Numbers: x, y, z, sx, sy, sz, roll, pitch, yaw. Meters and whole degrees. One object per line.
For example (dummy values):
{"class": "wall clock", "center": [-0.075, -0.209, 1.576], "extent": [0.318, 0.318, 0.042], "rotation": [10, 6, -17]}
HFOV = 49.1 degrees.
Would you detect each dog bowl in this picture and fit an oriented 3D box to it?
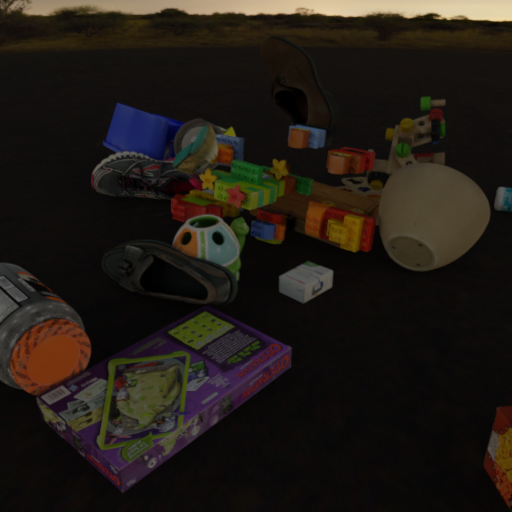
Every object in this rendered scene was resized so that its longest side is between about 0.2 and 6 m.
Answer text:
{"class": "dog bowl", "center": [-1.361, -2.721, 13.974], "extent": [1.333, 1.333, 0.391], "rotation": [5, 2, 9]}

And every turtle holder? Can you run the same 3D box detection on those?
{"class": "turtle holder", "center": [-0.792, -0.137, 10.601], "extent": [1.664, 1.182, 1.264], "rotation": [-9, 27, -17]}

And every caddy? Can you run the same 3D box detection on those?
{"class": "caddy", "center": [-2.993, -3.181, 16.148], "extent": [2.365, 1.756, 3.345], "rotation": [8, 14, -35]}

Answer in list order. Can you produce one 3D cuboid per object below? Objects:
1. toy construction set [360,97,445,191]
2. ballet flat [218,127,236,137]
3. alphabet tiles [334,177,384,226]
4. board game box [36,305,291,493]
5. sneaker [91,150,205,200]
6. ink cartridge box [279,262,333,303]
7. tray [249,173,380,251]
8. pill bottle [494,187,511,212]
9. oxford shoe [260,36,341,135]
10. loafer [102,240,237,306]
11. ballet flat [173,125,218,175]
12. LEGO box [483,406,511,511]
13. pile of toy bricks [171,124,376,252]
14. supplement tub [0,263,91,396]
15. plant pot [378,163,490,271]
{"class": "toy construction set", "center": [3.146, -2.152, 12.147], "extent": [1.795, 1.948, 2.336], "rotation": [1, 0, 19]}
{"class": "ballet flat", "center": [-1.972, -3.843, 18.344], "extent": [2.695, 0.903, 0.900], "rotation": [-4, 25, -7]}
{"class": "alphabet tiles", "center": [3.746, -1.399, 14.332], "extent": [3.186, 0.121, 3.829], "rotation": [-6, 27, -11]}
{"class": "board game box", "center": [-1.155, 1.732, 7.736], "extent": [1.828, 0.492, 3.046], "rotation": [18, 31, 40]}
{"class": "sneaker", "center": [-2.733, -1.981, 14.336], "extent": [2.947, 1.188, 1.100], "rotation": [-4, 36, -3]}
{"class": "ink cartridge box", "center": [0.912, 0.472, 10.291], "extent": [0.615, 0.370, 0.846], "rotation": [22, 33, 38]}
{"class": "tray", "center": [1.295, -1.111, 12.844], "extent": [2.763, 0.512, 1.363], "rotation": [23, 49, 35]}
{"class": "pill bottle", "center": [6.425, -1.342, 13.693], "extent": [1.049, 0.581, 0.581], "rotation": [9, 28, 18]}
{"class": "oxford shoe", "center": [0.769, -3.938, 12.648], "extent": [1.195, 1.028, 2.830], "rotation": [-12, 62, -40]}
{"class": "loafer", "center": [-1.664, 0.296, 9.778], "extent": [2.679, 0.962, 0.842], "rotation": [11, 10, 22]}
{"class": "ballet flat", "center": [-1.065, -1.999, 10.806], "extent": [0.607, 0.607, 1.718], "rotation": [-18, -4, -31]}
{"class": "LEGO box", "center": [3.973, 2.412, 5.723], "extent": [2.484, 0.958, 1.850], "rotation": [-3, 27, -6]}
{"class": "pile of toy bricks", "center": [0.040, -1.355, 11.242], "extent": [4.518, 2.506, 2.230], "rotation": [18, 25, 31]}
{"class": "supplement tub", "center": [-3.380, 1.037, 8.080], "extent": [1.329, 1.329, 2.170], "rotation": [-23, 35, -38]}
{"class": "plant pot", "center": [3.225, -0.541, 10.833], "extent": [2.105, 2.105, 1.413], "rotation": [16, 55, 30]}
